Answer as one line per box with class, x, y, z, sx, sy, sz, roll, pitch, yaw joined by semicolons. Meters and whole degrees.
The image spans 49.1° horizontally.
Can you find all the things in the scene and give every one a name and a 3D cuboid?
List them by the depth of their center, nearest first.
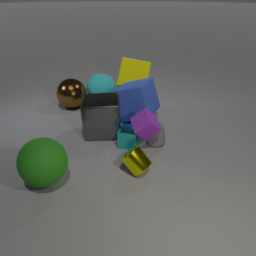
ball;-2.410;0.966;7.924;1.400;1.400;1.400;0;28;0
cylinder;0.260;0.991;8.604;0.700;0.700;0.700;-39;5;4
cube;0.605;-0.118;9.574;0.700;0.700;0.700;-35;48;21
cube;0.041;0.320;10.176;0.700;0.700;0.700;8;29;15
cylinder;0.994;0.228;10.253;0.700;0.700;0.700;-8;27;4
cube;-1.008;-0.468;10.842;1.400;1.400;1.400;-3;29;-1
cube;0.378;-1.201;11.926;1.400;1.400;1.400;-7;22;28
ball;-2.649;-1.619;13.150;1.400;1.400;1.400;0;28;0
ball;-1.297;-1.927;13.593;1.400;1.400;1.400;0;28;0
cube;0.278;-2.510;13.856;1.400;1.400;1.400;11;-4;0
